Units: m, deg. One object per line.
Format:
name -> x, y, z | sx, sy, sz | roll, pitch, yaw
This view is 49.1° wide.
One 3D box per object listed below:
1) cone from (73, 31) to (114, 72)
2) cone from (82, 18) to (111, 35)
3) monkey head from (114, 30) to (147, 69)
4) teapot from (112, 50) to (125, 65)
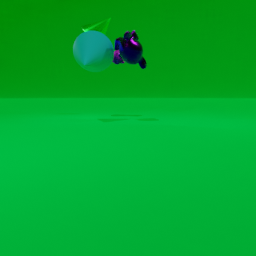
cone -> -1.338, -2.419, 9.696 | 1.529, 1.529, 1.535 | 1, 31, 5
cone -> -1.127, -4.197, 11.706 | 1.150, 1.146, 1.146 | -41, -2, 13
monkey head -> 0.171, -2.889, 9.915 | 0.998, 1.192, 1.657 | 26, -17, 41
teapot -> -0.358, -3.056, 12.161 | 0.777, 0.612, 1.249 | -36, 3, -1
